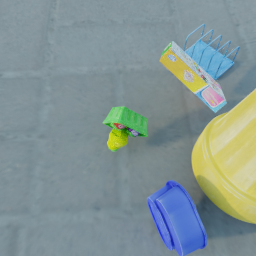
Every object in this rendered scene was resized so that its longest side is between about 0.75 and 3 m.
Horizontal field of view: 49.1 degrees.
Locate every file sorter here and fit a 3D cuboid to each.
[{"bbox_3d":[2.746,-2.572,9.389,1.069,0.945,1.540,-40,68,-19],"label":"file sorter"}]

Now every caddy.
[{"bbox_3d":[1.182,2.063,6.485,0.886,1.193,1.688,-22,89,-19],"label":"caddy"}]

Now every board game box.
[{"bbox_3d":[1.829,-1.505,7.906,2.057,0.415,1.574,41,26,-9],"label":"board game box"}]

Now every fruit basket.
[{"bbox_3d":[-0.124,0.107,7.592,0.881,1.221,1.221,1,49,50],"label":"fruit basket"}]

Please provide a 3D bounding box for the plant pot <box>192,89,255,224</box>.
[{"bbox_3d":[3.265,0.364,6.454,2.852,2.683,2.852,6,51,-8],"label":"plant pot"}]
